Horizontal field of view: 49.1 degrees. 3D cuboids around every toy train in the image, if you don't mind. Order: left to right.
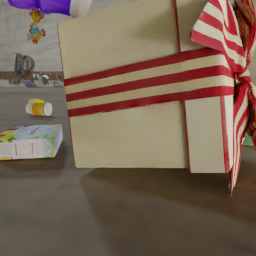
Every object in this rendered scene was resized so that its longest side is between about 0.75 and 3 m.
[{"bbox_3d":[-2.233,-2.627,6.743,0.318,1.143,0.858,-12,32,-31],"label":"toy train"}]

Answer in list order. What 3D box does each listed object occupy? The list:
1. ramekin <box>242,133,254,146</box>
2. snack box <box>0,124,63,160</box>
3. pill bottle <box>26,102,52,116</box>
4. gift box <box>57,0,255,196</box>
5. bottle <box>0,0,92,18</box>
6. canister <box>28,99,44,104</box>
[{"bbox_3d":[3.115,-0.281,6.624,2.088,1.020,2.088,0,10,0],"label":"ramekin"},{"bbox_3d":[-1.902,0.235,5.515,1.078,0.402,1.516,-1,10,-8],"label":"snack box"},{"bbox_3d":[-3.407,-0.732,10.684,0.898,0.499,0.499,3,10,17],"label":"pill bottle"},{"bbox_3d":[0.618,-0.533,4.301,2.586,2.556,2.770,-4,10,26],"label":"gift box"},{"bbox_3d":[-2.221,-3.079,5.657,2.995,1.251,0.978,22,-30,-1],"label":"bottle"},{"bbox_3d":[-4.634,-1.267,14.183,0.594,0.346,0.799,-7,14,-35],"label":"canister"}]
